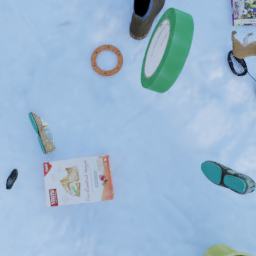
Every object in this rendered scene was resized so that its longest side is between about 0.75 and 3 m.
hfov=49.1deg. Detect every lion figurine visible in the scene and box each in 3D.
[{"bbox_3d":[3.005,-1.918,6.691,0.539,1.486,0.910,8,92,-27],"label":"lion figurine"}]

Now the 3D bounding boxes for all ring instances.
[{"bbox_3d":[-0.778,-2.497,10.387,1.211,0.116,1.211,0,84,0],"label":"ring"}]

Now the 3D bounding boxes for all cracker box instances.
[{"bbox_3d":[-1.700,1.817,9.738,2.280,0.658,1.527,-7,85,0],"label":"cracker box"}]

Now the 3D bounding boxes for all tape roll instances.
[{"bbox_3d":[1.013,-2.108,7.749,0.541,2.252,2.252,15,85,-14],"label":"tape roll"}]

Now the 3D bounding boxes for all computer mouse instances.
[{"bbox_3d":[4.746,-1.745,10.127,2.971,0.506,0.871,44,87,4],"label":"computer mouse"}]

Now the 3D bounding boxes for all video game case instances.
[{"bbox_3d":[4.446,-4.448,10.496,1.100,0.217,1.214,-2,85,0],"label":"video game case"}]

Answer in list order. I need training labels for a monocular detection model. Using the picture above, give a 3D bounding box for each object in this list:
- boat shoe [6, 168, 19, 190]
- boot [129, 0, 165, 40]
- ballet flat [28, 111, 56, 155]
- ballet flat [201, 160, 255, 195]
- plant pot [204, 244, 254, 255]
[{"bbox_3d":[-4.141,1.820,9.940,0.296,0.262,0.791,24,86,2],"label":"boat shoe"},{"bbox_3d":[0.807,-4.661,9.930,1.058,1.372,2.831,18,85,1],"label":"boot"},{"bbox_3d":[-3.033,0.133,10.022,0.538,0.581,1.647,-20,88,-28],"label":"ballet flat"},{"bbox_3d":[2.438,1.202,6.828,0.573,1.543,0.573,-8,109,-24],"label":"ballet flat"},{"bbox_3d":[3.243,4.640,8.924,1.958,1.800,1.958,0,86,0],"label":"plant pot"}]
